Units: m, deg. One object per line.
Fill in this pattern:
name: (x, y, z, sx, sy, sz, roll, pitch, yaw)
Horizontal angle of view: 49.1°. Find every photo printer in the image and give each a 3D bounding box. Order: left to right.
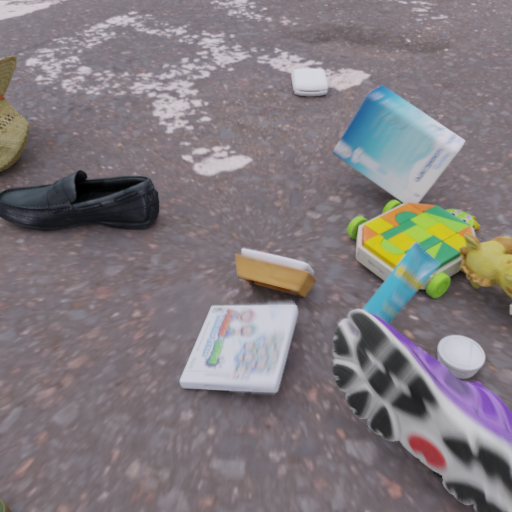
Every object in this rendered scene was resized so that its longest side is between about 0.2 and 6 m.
photo printer: (1.523, -4.915, 15.912, 0.993, 0.414, 1.193, 0, 40, 0)

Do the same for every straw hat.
straw hat: (-5.896, -2.680, 12.432, 1.442, 3.407, 3.407, 41, 39, -18)

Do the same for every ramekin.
ramekin: (3.074, 1.555, 8.479, 0.683, 0.318, 0.683, 0, 40, 0)

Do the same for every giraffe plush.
giraffe plush: (4.146, 0.269, 9.154, 1.871, 1.614, 1.517, -7, 27, -30)

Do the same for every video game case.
video game case: (-0.224, 1.356, 8.524, 1.480, 0.193, 1.626, -2, 37, 19)

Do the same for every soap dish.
soap dish: (0.323, 0.307, 9.467, 1.265, 0.995, 0.514, 14, 83, 15)

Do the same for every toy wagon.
toy wagon: (3.177, -0.356, 10.516, 2.786, 0.551, 2.162, -26, 47, -27)

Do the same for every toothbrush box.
toothbrush box: (2.824, -2.177, 11.210, 2.040, 1.493, 0.870, 37, 40, 10)

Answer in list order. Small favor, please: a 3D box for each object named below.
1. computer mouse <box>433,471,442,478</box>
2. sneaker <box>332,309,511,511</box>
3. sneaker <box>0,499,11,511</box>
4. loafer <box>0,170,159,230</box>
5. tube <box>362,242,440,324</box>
computer mouse: (2.781, 2.474, 7.452, 0.660, 0.264, 1.204, 14, 43, 17)
sneaker: (2.266, 1.882, 7.137, 3.088, 1.245, 1.288, 44, 35, 18)
sneaker: (-4.035, 3.066, 6.160, 2.330, 1.046, 0.781, -10, 42, -12)
loafer: (-3.528, -1.179, 11.021, 3.227, 1.133, 1.096, 1, 41, 1)
tube: (2.113, 0.635, 8.707, 1.745, 0.676, 0.440, -52, 35, 3)
